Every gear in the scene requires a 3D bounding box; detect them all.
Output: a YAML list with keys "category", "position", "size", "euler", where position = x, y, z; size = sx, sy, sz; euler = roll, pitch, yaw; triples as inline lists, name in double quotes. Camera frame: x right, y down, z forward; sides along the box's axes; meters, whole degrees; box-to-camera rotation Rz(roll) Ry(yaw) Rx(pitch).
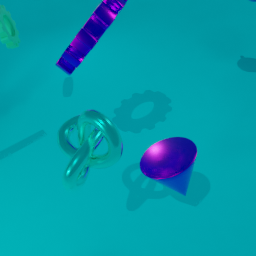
- category: "gear"
  position: [-3.064, -2.535, 7.023]
  size: [0.194, 1.050, 1.050]
  euler: [-16, 47, 4]
- category: "gear"
  position: [-0.744, -1.916, 5.624]
  size: [0.352, 1.904, 1.904]
  euler: [37, 45, -18]

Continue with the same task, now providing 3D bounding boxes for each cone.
- category: "cone"
  position: [0.845, 0.848, 4.850]
  size: [0.995, 0.999, 0.995]
  euler: [-20, 30, 12]

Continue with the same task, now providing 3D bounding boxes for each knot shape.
- category: "knot shape"
  position: [-0.562, 0.224, 4.137]
  size: [0.614, 1.243, 1.328]
  euler: [20, 58, -33]

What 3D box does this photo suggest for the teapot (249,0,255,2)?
- category: "teapot"
  position: [3.443, -3.708, 7.337]
  size: [0.927, 0.730, 1.490]
  euler: [-38, 49, 17]
